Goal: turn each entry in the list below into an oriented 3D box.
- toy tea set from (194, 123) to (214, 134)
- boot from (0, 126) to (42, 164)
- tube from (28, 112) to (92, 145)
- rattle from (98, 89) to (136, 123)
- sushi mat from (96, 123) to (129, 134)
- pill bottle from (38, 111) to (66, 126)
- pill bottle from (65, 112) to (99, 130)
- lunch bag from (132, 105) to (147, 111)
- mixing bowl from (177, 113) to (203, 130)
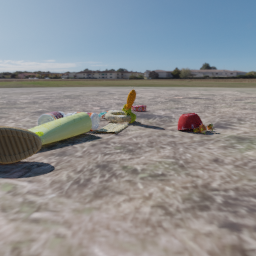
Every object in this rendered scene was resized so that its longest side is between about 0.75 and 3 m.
[{"bbox_3d":[2.873,0.063,10.320,0.867,0.321,0.516,-9,-16,-26],"label":"toy tea set"},{"bbox_3d":[-3.451,0.238,7.388,2.525,0.914,2.101,-5,13,-7],"label":"boot"},{"bbox_3d":[-2.346,0.097,8.914,0.839,0.751,2.892,-41,-11,37],"label":"tube"},{"bbox_3d":[-0.613,-1.004,12.731,1.386,1.521,2.129,-26,29,-28],"label":"rattle"},{"bbox_3d":[-0.578,0.001,10.890,0.815,0.103,1.703,2,11,15],"label":"sushi mat"},{"bbox_3d":[-2.835,-0.261,10.648,0.705,0.705,1.235,2,11,10],"label":"pill bottle"},{"bbox_3d":[-1.776,-0.277,10.814,1.225,0.671,0.671,4,12,22],"label":"pill bottle"},{"bbox_3d":[0.626,-1.165,16.537,0.814,0.334,0.717,-8,8,-38],"label":"lunch bag"},{"bbox_3d":[2.339,-0.281,10.659,1.027,0.556,1.027,-8,3,0],"label":"mixing bowl"}]
